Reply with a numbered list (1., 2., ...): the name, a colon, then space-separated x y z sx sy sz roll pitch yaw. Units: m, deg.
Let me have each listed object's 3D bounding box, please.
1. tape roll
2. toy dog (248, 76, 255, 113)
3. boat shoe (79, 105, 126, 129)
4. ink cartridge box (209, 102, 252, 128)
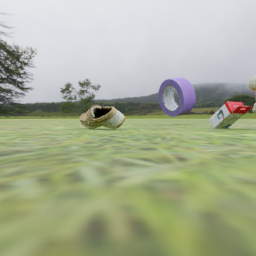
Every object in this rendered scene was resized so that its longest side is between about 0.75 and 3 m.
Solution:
1. tape roll: 1.856 -1.194 10.778 0.617 1.452 1.452 -15 10 -31
2. toy dog: 3.591 -0.568 5.975 1.450 1.043 1.495 -23 36 -7
3. boat shoe: -0.675 -0.301 6.444 1.417 0.524 0.470 0 -43 42
4. ink cartridge box: 2.407 -0.345 6.603 0.507 0.294 0.873 0 -34 -29
